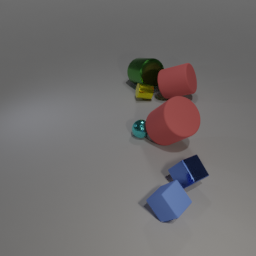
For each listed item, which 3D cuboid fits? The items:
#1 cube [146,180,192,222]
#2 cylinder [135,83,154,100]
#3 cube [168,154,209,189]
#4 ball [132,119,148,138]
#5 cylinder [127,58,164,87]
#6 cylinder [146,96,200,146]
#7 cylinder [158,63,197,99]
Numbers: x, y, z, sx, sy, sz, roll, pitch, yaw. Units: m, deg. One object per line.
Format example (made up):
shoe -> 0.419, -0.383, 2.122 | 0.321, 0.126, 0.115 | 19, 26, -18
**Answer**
cube -> 1.051, 1.875, 7.184 | 0.700, 0.700, 0.700 | -32, 86, -41
cylinder -> 0.776, -1.723, 13.172 | 0.700, 0.700, 0.700 | 7, 30, -14
cube -> 1.736, 1.284, 8.071 | 0.700, 0.700, 0.700 | -14, 68, -39
ball -> 0.489, 0.032, 10.448 | 0.700, 0.700, 0.700 | 0, 32, 0
cylinder -> 0.882, -2.806, 14.120 | 1.400, 1.400, 1.400 | -16, 20, -24
cylinder -> 1.519, -0.210, 9.659 | 1.400, 1.400, 1.400 | -18, -8, -26
cylinder -> 2.298, -2.164, 12.992 | 1.400, 1.400, 1.400 | -9, 24, 32
